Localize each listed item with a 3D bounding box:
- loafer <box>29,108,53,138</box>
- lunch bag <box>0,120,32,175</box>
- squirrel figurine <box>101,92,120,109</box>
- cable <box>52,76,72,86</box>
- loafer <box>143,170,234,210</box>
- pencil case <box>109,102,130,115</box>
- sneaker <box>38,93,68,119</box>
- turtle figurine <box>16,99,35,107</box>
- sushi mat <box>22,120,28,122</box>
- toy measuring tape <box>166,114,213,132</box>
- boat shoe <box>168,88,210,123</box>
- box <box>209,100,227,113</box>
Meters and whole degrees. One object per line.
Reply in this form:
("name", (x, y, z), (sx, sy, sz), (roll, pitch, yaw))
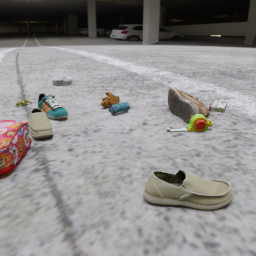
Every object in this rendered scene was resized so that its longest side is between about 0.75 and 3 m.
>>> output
("loafer", (-3.467, -0.215, 10.843), (0.825, 0.744, 2.179), (-12, 24, -28))
("lunch bag", (-4.341, 0.510, 8.557), (2.223, 1.034, 2.524), (0, 21, -1))
("squirrel figurine", (-0.887, -1.307, 13.867), (0.944, 0.668, 0.881), (7, 29, 25))
("cable", (-4.462, -3.212, 19.002), (1.340, 0.464, 1.339), (-16, 25, -38))
("loafer", (1.452, 1.411, 6.647), (2.166, 0.739, 0.819), (0, 21, 0))
("pencil case", (-0.384, -0.906, 13.018), (1.012, 0.468, 0.431), (-18, 29, -39))
("sneaker", (-3.504, -1.016, 12.710), (0.795, 0.891, 2.229), (-20, 29, -41))
("turtle figurine", (-5.287, -1.314, 14.278), (0.996, 0.321, 0.803), (3, 21, 8))
("sushi mat", (-4.523, 0.021, 11.124), (0.821, 0.104, 1.717), (-3, 22, -8))
("toy measuring tape", (2.430, -0.202, 10.972), (1.860, 0.684, 0.684), (-2, 21, -6))
("boat shoe", (2.672, -1.041, 12.720), (1.046, 1.104, 2.915), (-3, 30, -17))
("box", (4.457, -1.089, 13.822), (0.718, 0.226, 1.304), (9, 23, 22))
